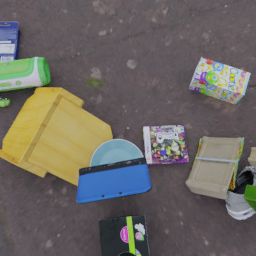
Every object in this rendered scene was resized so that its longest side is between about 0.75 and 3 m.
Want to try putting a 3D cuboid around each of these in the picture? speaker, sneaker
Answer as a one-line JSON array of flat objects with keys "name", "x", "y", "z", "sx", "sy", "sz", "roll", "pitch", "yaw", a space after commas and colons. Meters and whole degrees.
[{"name": "speaker", "x": -4.114, "y": -1.860, "z": 9.907, "sx": 2.500, "sy": 1.106, "sz": 1.106, "roll": -9, "pitch": 74, "yaw": -3}, {"name": "sneaker", "x": 4.192, "y": 1.559, "z": 8.673, "sx": 2.920, "sy": 1.091, "sz": 1.197, "roll": -39, "pitch": 119, "yaw": -10}]

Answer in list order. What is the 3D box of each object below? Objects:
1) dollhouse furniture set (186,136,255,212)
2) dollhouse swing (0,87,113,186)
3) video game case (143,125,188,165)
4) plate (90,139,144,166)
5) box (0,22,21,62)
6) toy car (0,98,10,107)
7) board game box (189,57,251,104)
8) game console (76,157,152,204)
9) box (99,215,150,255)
[{"name": "dollhouse furniture set", "x": 3.561, "y": 1.485, "z": 8.699, "sx": 1.497, "sy": 2.983, "sz": 1.954, "roll": 40, "pitch": 66, "yaw": -33}, {"name": "dollhouse swing", "x": -2.366, "y": 0.376, "z": 9.568, "sx": 2.444, "sy": 2.365, "sz": 2.690, "roll": 9, "pitch": 69, "yaw": 46}, {"name": "video game case", "x": 1.275, "y": 0.567, "z": 9.623, "sx": 1.452, "sy": 0.260, "sz": 1.316, "roll": -2, "pitch": 74, "yaw": -1}, {"name": "plate", "x": -0.340, "y": 1.299, "z": 9.298, "sx": 1.857, "sy": 0.237, "sz": 1.857, "roll": 2, "pitch": 80, "yaw": -10}, {"name": "box", "x": -4.741, "y": -3.197, "z": 10.687, "sx": 1.109, "sy": 0.297, "sz": 1.831, "roll": 0, "pitch": 75, "yaw": 0}, {"name": "toy car", "x": -4.678, "y": -0.900, "z": 9.843, "sx": 0.989, "sy": 1.051, "sz": 0.234, "roll": 0, "pitch": 41, "yaw": -25}, {"name": "board game box", "x": 3.214, "y": -1.659, "z": 9.929, "sx": 1.756, "sy": 0.905, "sz": 0.921, "roll": 20, "pitch": 75, "yaw": 6}, {"name": "game console", "x": -0.339, "y": 1.572, "z": 7.785, "sx": 1.933, "sy": 1.650, "sz": 1.144, "roll": -10, "pitch": 63, "yaw": 2}, {"name": "box", "x": -0.068, "y": 3.573, "z": 8.264, "sx": 1.382, "sy": 1.156, "sz": 1.860, "roll": -7, "pitch": 74, "yaw": -1}]
